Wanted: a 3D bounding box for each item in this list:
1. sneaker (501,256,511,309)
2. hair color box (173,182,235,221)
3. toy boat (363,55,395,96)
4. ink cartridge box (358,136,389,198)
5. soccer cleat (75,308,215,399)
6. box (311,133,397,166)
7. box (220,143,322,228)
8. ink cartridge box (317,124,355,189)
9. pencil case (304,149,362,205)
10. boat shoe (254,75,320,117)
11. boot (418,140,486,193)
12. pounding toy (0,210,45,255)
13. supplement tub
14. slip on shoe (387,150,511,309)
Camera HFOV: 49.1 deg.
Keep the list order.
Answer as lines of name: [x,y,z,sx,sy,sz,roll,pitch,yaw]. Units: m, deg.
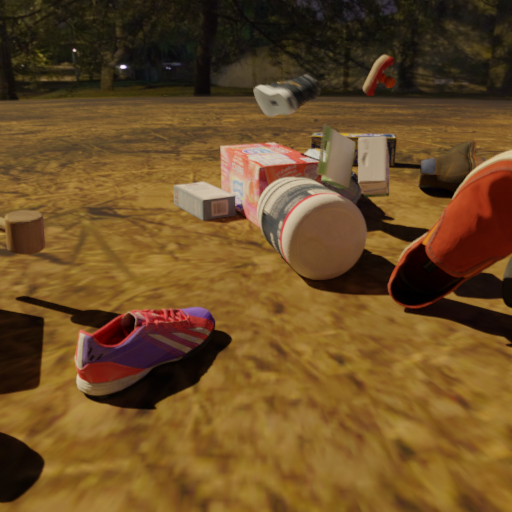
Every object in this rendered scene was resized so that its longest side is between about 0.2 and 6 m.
sneaker: [4.623,0.240,7.172,2.921,0.975,1.565,-9,19,-32]
hair color box: [-1.126,-1.191,11.977,0.759,0.465,1.534,-11,23,-28]
toy boat: [2.231,-3.137,9.883,0.482,0.737,0.481,26,21,2]
ink cartridge box: [1.714,-1.271,8.113,0.387,0.668,0.922,-1,-7,16]
soccer cleat: [-1.100,0.828,5.979,0.627,0.672,1.838,15,24,36]
box: [2.972,-3.278,17.190,2.557,0.896,0.822,3,20,10]
box: [0.235,-1.559,11.798,1.370,1.264,2.670,-7,21,-19]
ink cartridge box: [1.127,-1.467,8.359,0.245,0.742,1.020,7,-2,38]
pencil case: [1.550,-1.720,12.511,1.021,1.114,2.457,-38,16,8]
boat shoe: [0.585,-3.095,10.797,0.773,0.602,1.702,-30,27,-11]
boot: [4.792,-2.339,14.207,1.500,1.156,3.094,5,22,8]
pounding toy: [-3.993,0.217,6.778,2.808,1.285,2.466,-6,20,-17]
supplement tub: [0.795,-0.500,8.784,1.293,1.293,1.842,-5,20,-14]
slip on shoe: [2.407,-0.158,6.477,1.007,2.718,0.832,42,55,6]
